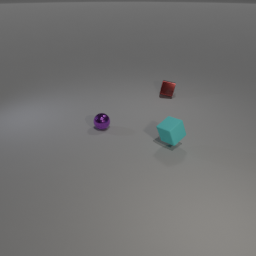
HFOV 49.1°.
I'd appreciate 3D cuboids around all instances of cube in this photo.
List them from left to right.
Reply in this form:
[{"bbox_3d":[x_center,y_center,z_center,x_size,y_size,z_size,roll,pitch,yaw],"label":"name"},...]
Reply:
[{"bbox_3d":[2.122,-2.132,14.956,0.700,0.700,0.700,14,16,5],"label":"cube"},{"bbox_3d":[1.590,0.097,10.249,0.700,0.700,0.700,-39,36,-23],"label":"cube"}]

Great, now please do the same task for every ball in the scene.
[{"bbox_3d":[-1.090,-0.278,11.693,0.700,0.700,0.700,0,28,0],"label":"ball"}]
